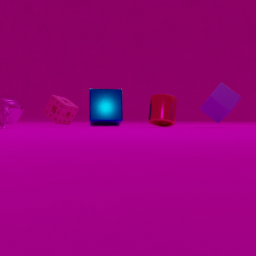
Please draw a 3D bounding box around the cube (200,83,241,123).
[{"bbox_3d":[3.091,-0.833,9.427,0.826,0.826,0.826,-46,-10,-28],"label":"cube"}]

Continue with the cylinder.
[{"bbox_3d":[1.232,-0.614,9.989,0.961,0.961,0.961,6,-13,1],"label":"cylinder"}]

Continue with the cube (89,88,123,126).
[{"bbox_3d":[-0.926,-0.817,11.510,1.302,1.302,1.302,0,-8,-7],"label":"cube"}]

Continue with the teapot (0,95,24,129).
[{"bbox_3d":[-3.668,-0.472,8.232,1.128,0.888,1.814,6,13,-28],"label":"teapot"}]

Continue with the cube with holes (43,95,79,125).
[{"bbox_3d":[-2.450,-0.647,10.244,0.763,0.763,0.763,35,13,26],"label":"cube with holes"}]
